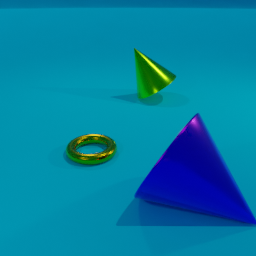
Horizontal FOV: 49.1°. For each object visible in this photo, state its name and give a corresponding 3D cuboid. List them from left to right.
[{"bbox_3d":[-0.764,0.426,5.884,1.079,0.216,1.079,0,26,0],"label":"ring"},{"bbox_3d":[0.553,-1.876,8.748,1.414,1.419,1.414,-30,16,10],"label":"cone"},{"bbox_3d":[1.235,0.906,4.214,1.646,1.640,1.640,37,36,12],"label":"cone"}]
